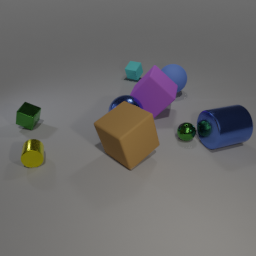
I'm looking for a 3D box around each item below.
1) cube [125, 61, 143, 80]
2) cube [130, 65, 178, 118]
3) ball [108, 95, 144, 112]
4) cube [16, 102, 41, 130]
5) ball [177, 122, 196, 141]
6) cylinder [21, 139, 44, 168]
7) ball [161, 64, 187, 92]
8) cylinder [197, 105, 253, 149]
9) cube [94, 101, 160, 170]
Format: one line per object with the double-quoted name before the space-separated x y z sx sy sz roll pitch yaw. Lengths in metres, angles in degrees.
"cube" 0.337 -3.178 15.490 0.700 0.700 0.700 16 58 26
"cube" 1.089 -1.522 11.877 1.400 1.400 1.400 40 32 -11
"ball" -0.077 -0.588 10.958 1.400 1.400 1.400 0 31 0
"cube" -3.947 -0.480 11.109 0.700 0.700 0.700 21 41 -4
"ball" 2.169 0.135 10.395 0.700 0.700 0.700 0 31 0
"cylinder" -3.135 0.831 9.224 0.700 0.700 0.700 -7 31 -11
"ball" 2.158 -2.384 13.582 1.400 1.400 1.400 0 31 0
"cylinder" 3.423 -0.050 10.005 1.400 1.400 1.400 -11 32 -17
"cube" -0.019 0.208 9.218 1.400 1.400 1.400 -38 43 -23
